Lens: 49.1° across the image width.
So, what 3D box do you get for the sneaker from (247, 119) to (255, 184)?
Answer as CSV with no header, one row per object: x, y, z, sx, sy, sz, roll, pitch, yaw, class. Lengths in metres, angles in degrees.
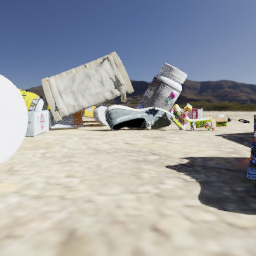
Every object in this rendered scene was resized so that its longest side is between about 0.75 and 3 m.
1.784,0.050,3.096,0.969,1.009,2.572,0,4,16,sneaker

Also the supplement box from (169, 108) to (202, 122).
2.864,-0.717,15.204,2.327,0.708,1.266,-3,6,-42,supplement box

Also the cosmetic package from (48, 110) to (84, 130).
-2.199,-0.292,9.727,1.240,0.629,0.442,-4,-6,-38,cosmetic package

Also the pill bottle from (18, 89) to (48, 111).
-3.796,-0.765,9.394,1.955,1.117,1.117,16,3,-4,pill bottle

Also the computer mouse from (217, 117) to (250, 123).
5.052,-0.316,13.487,1.541,0.262,0.452,8,-13,28,computer mouse

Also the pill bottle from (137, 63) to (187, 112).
1.639,-1.664,13.382,1.469,2.582,1.469,28,11,-6,pill bottle

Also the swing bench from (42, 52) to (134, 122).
-1.506,-1.461,10.455,2.775,1.810,2.790,-22,0,-6,swing bench

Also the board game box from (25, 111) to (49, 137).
-3.517,-0.146,7.992,2.136,0.686,1.576,0,5,-3,board game box

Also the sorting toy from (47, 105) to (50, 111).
-4.184,-0.751,13.314,2.987,1.040,2.969,0,4,4,sorting toy

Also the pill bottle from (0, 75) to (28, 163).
-2.406,-0.131,3.450,2.351,1.320,1.320,3,5,32,pill bottle

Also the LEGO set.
2.143,-0.279,9.215,2.236,1.029,0.832,28,25,3,LEGO set

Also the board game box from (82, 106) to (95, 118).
-1.545,-0.766,14.719,2.592,0.523,1.983,7,0,-35,board game box

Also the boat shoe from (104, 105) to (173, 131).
0.448,-0.184,9.584,2.526,0.920,0.780,5,45,-22,boat shoe

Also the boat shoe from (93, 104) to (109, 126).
-1.038,-0.527,11.939,0.808,0.885,2.459,-6,3,18,boat shoe

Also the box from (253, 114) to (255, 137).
4.164,0.044,5.705,2.124,0.656,2.660,2,4,2,box
